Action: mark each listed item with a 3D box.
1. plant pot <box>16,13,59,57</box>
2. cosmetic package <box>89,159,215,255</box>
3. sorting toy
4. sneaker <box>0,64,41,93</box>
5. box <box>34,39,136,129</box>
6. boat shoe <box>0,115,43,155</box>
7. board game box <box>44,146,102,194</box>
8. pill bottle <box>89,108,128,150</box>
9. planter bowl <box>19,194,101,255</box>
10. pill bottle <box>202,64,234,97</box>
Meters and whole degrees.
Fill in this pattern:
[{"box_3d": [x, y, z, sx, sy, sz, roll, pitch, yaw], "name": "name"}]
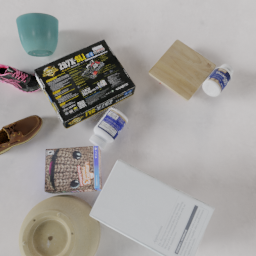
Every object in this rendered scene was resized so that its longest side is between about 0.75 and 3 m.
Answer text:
[{"box_3d": [-3.366, -3.418, 10.583, 1.545, 1.545, 1.240, -5, 89, -1], "name": "plant pot"}, {"box_3d": [0.570, 2.421, 8.146, 2.744, 2.735, 1.687, 27, 75, 8], "name": "cosmetic package"}, {"box_3d": [2.005, -2.098, 10.593, 1.809, 0.629, 1.798, 38, 78, 10], "name": "sorting toy"}, {"box_3d": [-4.143, -1.908, 10.366, 1.924, 0.917, 0.760, 16, 72, -3], "name": "sneaker"}, {"box_3d": [-1.541, -1.667, 10.264, 2.941, 0.726, 2.348, -29, 74, -16], "name": "box"}, {"box_3d": [-4.028, 0.216, 9.855, 2.153, 0.727, 0.775, -32, 76, -9], "name": "boat shoe"}, {"box_3d": [-1.798, 1.420, 9.425, 1.778, 0.861, 1.417, -4, 74, 0], "name": "board game box"}, {"box_3d": [-0.713, 0.047, 9.859, 0.825, 0.825, 1.379, 34, 77, 9], "name": "pill bottle"}, {"box_3d": [-2.153, 3.265, 8.450, 2.543, 1.711, 2.543, 0, 74, -1], "name": "planter bowl"}, {"box_3d": [3.308, -1.769, 10.171, 0.694, 0.694, 1.250, 38, 65, 10], "name": "pill bottle"}]
